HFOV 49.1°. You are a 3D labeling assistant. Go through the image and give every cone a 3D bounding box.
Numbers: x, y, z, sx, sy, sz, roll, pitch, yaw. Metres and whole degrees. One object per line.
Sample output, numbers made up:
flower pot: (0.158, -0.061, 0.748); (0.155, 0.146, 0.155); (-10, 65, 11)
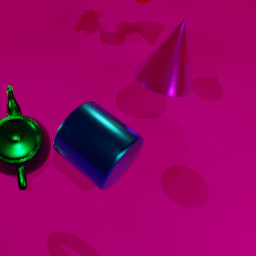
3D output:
cone: (1.064, -1.790, 6.592); (1.550, 1.556, 1.550); (11, 37, -8)

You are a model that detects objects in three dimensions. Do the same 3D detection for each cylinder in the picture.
cylinder: (-0.509, 0.306, 4.995); (1.164, 1.164, 1.164); (37, 62, 15)

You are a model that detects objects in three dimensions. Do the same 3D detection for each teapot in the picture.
teapot: (-2.163, 0.217, 5.462); (1.269, 0.999, 2.040); (-8, 74, -18)

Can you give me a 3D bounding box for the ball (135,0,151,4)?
ball: (0.489, -4.384, 8.906); (0.782, 0.782, 0.782); (0, 54, 0)
